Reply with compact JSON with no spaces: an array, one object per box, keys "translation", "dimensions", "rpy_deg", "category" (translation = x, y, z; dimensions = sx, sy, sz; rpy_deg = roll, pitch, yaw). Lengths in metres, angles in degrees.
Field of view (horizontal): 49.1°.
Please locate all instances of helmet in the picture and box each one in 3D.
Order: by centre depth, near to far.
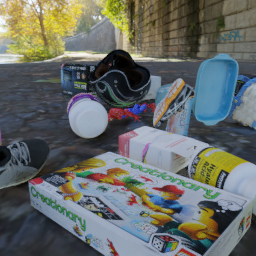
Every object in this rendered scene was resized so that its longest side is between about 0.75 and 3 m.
[{"translation":[-0.235,-1.915,11.791],"dimensions":[2.184,2.291,2.291],"rpy_deg":[39,-5,-30],"category":"helmet"}]

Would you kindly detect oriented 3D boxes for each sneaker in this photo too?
[{"translation":[-2.088,0.592,4.984],"dimensions":[1.226,0.797,2.124],"rpy_deg":[-38,-4,42],"category":"sneaker"},{"translation":[1.080,-0.514,6.854],"dimensions":[0.542,1.403,0.549],"rpy_deg":[24,35,-16],"category":"sneaker"}]

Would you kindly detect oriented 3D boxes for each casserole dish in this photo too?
[{"translation":[2.479,-1.111,8.161],"dimensions":[1.266,2.090,0.406],"rpy_deg":[-4,22,-19],"category":"casserole dish"}]

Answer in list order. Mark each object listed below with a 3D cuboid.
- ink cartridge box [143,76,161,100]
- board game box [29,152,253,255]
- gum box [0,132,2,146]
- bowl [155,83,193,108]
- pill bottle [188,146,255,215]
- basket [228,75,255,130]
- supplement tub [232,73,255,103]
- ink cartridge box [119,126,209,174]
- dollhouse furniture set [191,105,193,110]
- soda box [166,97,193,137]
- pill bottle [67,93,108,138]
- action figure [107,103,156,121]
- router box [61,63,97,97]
[{"translation":[0.158,-2.194,14.623],"dimensions":[1.952,1.106,2.663],"rpy_deg":[-13,21,-38],"category":"ink cartridge box"},{"translation":[0.089,1.166,4.326],"dimensions":[2.952,0.511,1.864],"rpy_deg":[14,21,39],"category":"board game box"},{"translation":[-3.589,0.419,5.756],"dimensions":[2.015,1.144,0.666],"rpy_deg":[6,17,19],"category":"gum box"},{"translation":[1.834,-1.358,11.730],"dimensions":[1.654,0.865,1.654],"rpy_deg":[-12,15,3],"category":"bowl"},{"translation":[1.770,0.881,4.806],"dimensions":[0.803,0.803,1.442],"rpy_deg":[-8,17,-25],"category":"pill bottle"},{"translation":[4.121,-1.060,9.463],"dimensions":[2.077,1.639,2.356],"rpy_deg":[-10,49,-31],"category":"basket"},{"translation":[4.970,-1.509,11.737],"dimensions":[1.477,1.477,2.410],"rpy_deg":[-7,19,-24],"category":"supplement tub"},{"translation":[0.782,0.519,6.329],"dimensions":[1.789,0.604,1.042],"rpy_deg":[16,23,38],"category":"ink cartridge box"},{"translation":[2.733,-0.921,11.787],"dimensions":[0.954,0.388,0.513],"rpy_deg":[14,18,4],"category":"dollhouse furniture set"},{"translation":[1.341,-0.196,7.448],"dimensions":[0.505,0.470,1.477],"rpy_deg":[18,58,-1],"category":"soda box"},{"translation":[-1.237,-0.376,8.503],"dimensions":[1.115,1.115,1.983],"rpy_deg":[-4,18,-14],"category":"pill bottle"},{"translation":[0.067,-0.540,9.958],"dimensions":[2.206,0.570,0.722],"rpy_deg":[-11,17,-43],"category":"action figure"},{"translation":[-2.608,-2.512,14.752],"dimensions":[2.227,1.668,0.692],"rpy_deg":[13,20,39],"category":"router box"}]
